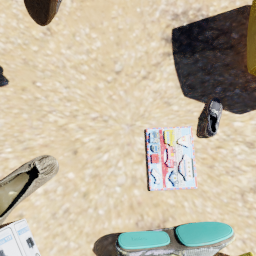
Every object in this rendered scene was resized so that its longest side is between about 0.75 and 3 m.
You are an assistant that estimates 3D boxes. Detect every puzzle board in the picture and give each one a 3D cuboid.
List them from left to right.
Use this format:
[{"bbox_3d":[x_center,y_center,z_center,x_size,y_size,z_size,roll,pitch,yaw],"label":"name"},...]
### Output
[{"bbox_3d":[1.146,0.782,7.360,1.240,0.143,1.645,-3,80,0],"label":"puzzle board"}]

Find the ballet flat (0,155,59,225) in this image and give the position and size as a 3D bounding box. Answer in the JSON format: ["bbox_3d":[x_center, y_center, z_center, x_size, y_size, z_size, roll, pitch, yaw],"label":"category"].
[{"bbox_3d":[-2.961,1.655,6.932,2.863,0.664,0.965,-37,82,-6],"label":"ballet flat"}]

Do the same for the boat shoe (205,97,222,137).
[{"bbox_3d":[2.319,-0.320,7.445,0.408,0.352,1.123,12,80,2],"label":"boat shoe"}]

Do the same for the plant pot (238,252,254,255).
[{"bbox_3d":[2.251,3.936,6.028,1.816,1.930,1.930,-24,80,12],"label":"plant pot"}]

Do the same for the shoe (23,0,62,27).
[{"bbox_3d":[-1.440,-2.639,5.261,0.580,2.172,0.759,-44,101,-27],"label":"shoe"}]

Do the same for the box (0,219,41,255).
[{"bbox_3d":[-2.686,3.756,6.475,1.601,0.825,2.745,-25,81,-4],"label":"box"}]

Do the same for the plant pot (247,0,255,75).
[{"bbox_3d":[4.358,-2.306,6.802,2.520,2.521,2.223,19,86,3],"label":"plant pot"}]

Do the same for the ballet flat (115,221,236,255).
[{"bbox_3d":[1.128,2.871,6.699,2.802,1.008,1.008,-6,80,-1],"label":"ballet flat"}]
